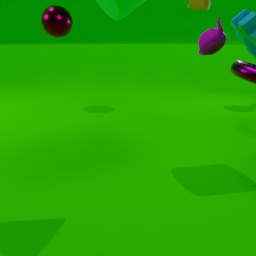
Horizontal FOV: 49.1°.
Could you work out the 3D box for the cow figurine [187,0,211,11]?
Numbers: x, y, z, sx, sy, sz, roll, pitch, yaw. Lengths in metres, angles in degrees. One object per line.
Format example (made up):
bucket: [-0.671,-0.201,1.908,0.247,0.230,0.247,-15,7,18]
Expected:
cow figurine: [2.663,-4.615,9.280,1.503,0.838,1.527,-8,59,18]

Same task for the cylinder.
cylinder: [-0.046,-2.410,4.407,0.995,0.995,0.995,-39,27,-6]

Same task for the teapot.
teapot: [2.755,-2.938,9.261,0.916,1.474,0.722,-17,67,-26]

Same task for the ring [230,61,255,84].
ring: [3.219,-1.157,6.405,1.745,0.349,1.745,14,21,-5]

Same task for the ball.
ball: [-2.301,-3.449,9.097,1.001,1.001,1.001,0,18,0]

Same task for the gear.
gear: [2.070,-1.196,4.245,0.240,1.299,1.299,-39,7,20]
